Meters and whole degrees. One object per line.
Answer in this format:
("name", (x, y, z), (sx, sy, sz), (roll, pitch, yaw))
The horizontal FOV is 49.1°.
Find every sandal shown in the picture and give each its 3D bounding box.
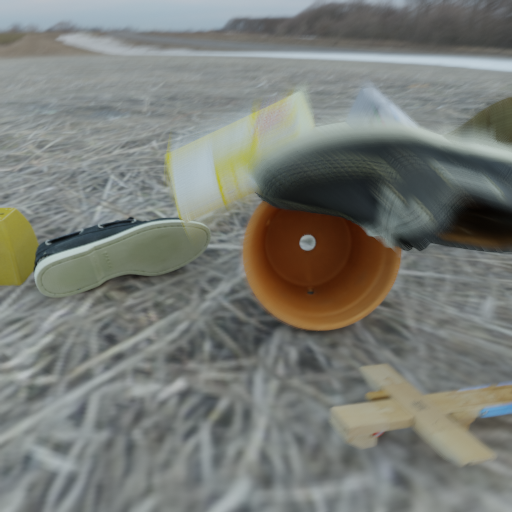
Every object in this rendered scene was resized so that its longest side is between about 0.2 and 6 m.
("sandal", (3.812, -1.689, 9.091), (3.090, 0.834, 1.241), (-25, 46, 19))

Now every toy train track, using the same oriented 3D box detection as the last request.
("toy train track", (2.145, 1.636, 5.640), (2.973, 0.484, 1.705), (-2, 17, -19))

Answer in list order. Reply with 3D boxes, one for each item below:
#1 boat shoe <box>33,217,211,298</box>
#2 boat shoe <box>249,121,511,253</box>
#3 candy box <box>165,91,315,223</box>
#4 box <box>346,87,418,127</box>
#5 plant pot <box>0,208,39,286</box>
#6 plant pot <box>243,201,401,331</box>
("boat shoe", (-2.106, -0.164, 8.805), (2.746, 1.026, 0.911), (-20, 43, -19))
("boat shoe", (1.649, -0.671, 6.237), (3.454, 1.241, 1.168), (4, 60, -16))
("candy box", (-0.170, -1.215, 6.935), (1.939, 0.256, 0.991), (-22, 61, 13))
("box", (2.544, -2.220, 11.459), (0.420, 1.590, 2.040), (-8, 48, -35))
("plant pot", (-4.105, -0.207, 8.874), (0.999, 1.029, 1.006), (0, 24, 1))
("plant pot", (0.820, -0.115, 7.809), (2.032, 2.032, 1.422), (-1, 7, -2))
